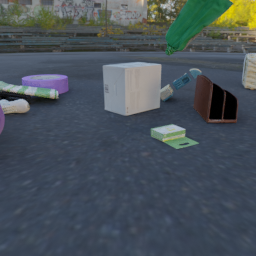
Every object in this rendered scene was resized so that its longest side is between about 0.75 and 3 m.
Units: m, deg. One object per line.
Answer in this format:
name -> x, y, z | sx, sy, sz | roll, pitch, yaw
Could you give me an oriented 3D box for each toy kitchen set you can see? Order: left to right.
toy kitchen set -> 2.457, -1.399, 11.567 | 1.848, 1.480, 1.088 | -33, 8, 20

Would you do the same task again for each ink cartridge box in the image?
ink cartridge box -> 1.196, 0.199, 7.224 | 0.770, 0.254, 1.059 | -11, 19, -30

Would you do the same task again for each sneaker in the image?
sneaker -> -4.013, -0.680, 9.617 | 1.385, 0.487, 0.555 | 0, 26, 20

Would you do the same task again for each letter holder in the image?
letter holder -> 2.876, -1.057, 9.272 | 0.934, 1.320, 1.857 | 0, 18, 0

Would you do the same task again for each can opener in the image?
can opener -> -4.630, -1.203, 10.879 | 1.792, 0.568, 0.705 | 4, 33, 10

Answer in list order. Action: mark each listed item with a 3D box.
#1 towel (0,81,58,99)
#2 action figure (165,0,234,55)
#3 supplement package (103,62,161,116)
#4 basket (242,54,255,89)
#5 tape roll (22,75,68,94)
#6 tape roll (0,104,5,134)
towel -> -4.065, -1.555, 11.396 | 2.404, 0.281, 1.833 | 8, 10, -17
action figure -> 2.314, -3.888, 10.464 | 1.676, 2.837, 0.776 | 51, 31, 18
supplement package -> 0.153, -1.459, 9.995 | 1.690, 1.616, 1.243 | -15, 24, -39
basket -> 7.063, -2.759, 13.957 | 2.477, 1.679, 1.528 | 7, 24, 20
tape roll -> -3.941, -2.093, 13.418 | 2.094, 0.687, 2.094 | 0, 19, 0
tape roll -> -3.966, -0.316, 6.210 | 2.130, 0.905, 2.130 | 3, 48, -3
